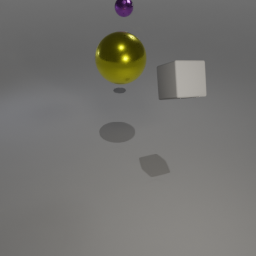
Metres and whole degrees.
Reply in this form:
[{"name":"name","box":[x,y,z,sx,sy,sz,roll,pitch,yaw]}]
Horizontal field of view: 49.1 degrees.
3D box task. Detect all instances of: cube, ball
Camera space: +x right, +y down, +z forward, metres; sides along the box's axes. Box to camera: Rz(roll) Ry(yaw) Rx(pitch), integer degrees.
[{"name":"cube","box":[1.066,-0.948,5.632,0.700,0.700,0.700,-6,5,-24]},{"name":"ball","box":[-0.195,-1.886,7.607,1.400,1.400,1.400,0,30,0]},{"name":"ball","box":[-0.149,-4.476,10.355,0.700,0.700,0.700,0,30,0]}]
